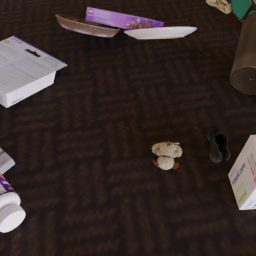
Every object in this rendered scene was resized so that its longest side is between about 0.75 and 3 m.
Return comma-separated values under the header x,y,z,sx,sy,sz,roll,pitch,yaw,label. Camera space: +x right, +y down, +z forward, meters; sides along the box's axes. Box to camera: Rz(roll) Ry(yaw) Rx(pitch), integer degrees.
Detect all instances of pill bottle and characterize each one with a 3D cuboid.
x,y,z,sx,sy,sz,roll,pitch,yaw,label
-3.338,1.809,7.105,0.903,0.903,1.621,-37,60,-26,pill bottle

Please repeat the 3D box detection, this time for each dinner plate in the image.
x,y,z,sx,sy,sz,roll,pitch,yaw,label
1.277,-3.768,11.174,2.871,0.348,2.871,-1,14,0,dinner plate

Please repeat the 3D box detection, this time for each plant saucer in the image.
x,y,z,sx,sy,sz,roll,pitch,yaw,label
-1.666,-4.219,11.637,2.659,0.426,2.659,12,22,-5,plant saucer

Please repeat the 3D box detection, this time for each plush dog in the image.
x,y,z,sx,sy,sz,roll,pitch,yaw,label
1.128,0.822,8.127,0.911,0.731,0.783,6,75,5,plush dog

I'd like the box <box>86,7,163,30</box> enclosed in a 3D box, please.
x,y,z,sx,sy,sz,roll,pitch,yaw,label
-0.081,-4.416,11.602,2.784,0.544,1.905,17,21,14,box

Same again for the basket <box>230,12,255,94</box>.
x,y,z,sx,sy,sz,roll,pitch,yaw,label
4.673,-2.539,10.081,1.650,2.188,2.427,4,56,40,basket

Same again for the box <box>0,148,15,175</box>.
x,y,z,sx,sy,sz,roll,pitch,yaw,label
-4.268,0.940,8.190,1.510,0.311,1.178,33,58,25,box

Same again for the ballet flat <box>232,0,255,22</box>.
x,y,z,sx,sy,sz,roll,pitch,yaw,label
5.745,-5.170,12.802,1.110,1.110,2.989,-8,54,-7,ballet flat

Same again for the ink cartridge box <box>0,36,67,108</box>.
x,y,z,sx,sy,sz,roll,pitch,yaw,label
-4.282,-2.192,10.223,2.939,0.598,2.945,30,43,16,ink cartridge box

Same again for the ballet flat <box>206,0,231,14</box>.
x,y,z,sx,sy,sz,roll,pitch,yaw,label
4.492,-6.150,13.760,0.573,0.484,1.514,-31,57,-24,ballet flat

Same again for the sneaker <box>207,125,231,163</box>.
x,y,z,sx,sy,sz,roll,pitch,yaw,label
2.686,0.362,8.293,0.493,0.857,1.643,5,51,4,sneaker

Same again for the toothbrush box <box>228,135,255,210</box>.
x,y,z,sx,sy,sz,roll,pitch,yaw,label
4.189,1.093,7.026,2.638,1.921,1.136,-2,51,-2,toothbrush box
